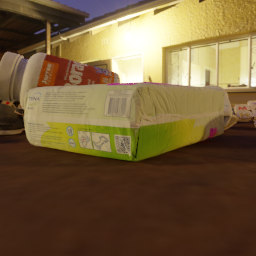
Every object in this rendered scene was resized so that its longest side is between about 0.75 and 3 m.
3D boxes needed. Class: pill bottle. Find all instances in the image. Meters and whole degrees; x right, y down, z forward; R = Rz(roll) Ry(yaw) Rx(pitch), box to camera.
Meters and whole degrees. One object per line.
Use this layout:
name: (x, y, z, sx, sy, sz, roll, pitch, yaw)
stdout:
pill bottle: (-1.608, -0.917, 6.671, 2.625, 1.473, 1.473, 12, 2, -13)

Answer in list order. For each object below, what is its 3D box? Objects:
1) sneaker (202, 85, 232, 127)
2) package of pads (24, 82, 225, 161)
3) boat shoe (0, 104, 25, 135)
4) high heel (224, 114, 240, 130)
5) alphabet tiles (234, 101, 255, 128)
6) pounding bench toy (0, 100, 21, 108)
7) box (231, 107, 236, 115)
sneaker: (1.078, -0.329, 6.341, 2.515, 0.885, 1.008, -11, 35, 10)
package of pads: (0.059, -0.233, 4.677, 2.215, 0.978, 2.867, 4, 6, 37)
boat shoe: (-2.702, -0.281, 6.806, 0.770, 0.656, 2.304, 3, 5, -9)
high heel: (2.060, -0.223, 7.172, 1.331, 0.475, 0.949, -10, 13, -7)
alphabet tiles: (4.032, -0.421, 7.649, 2.071, 0.151, 2.026, 2, 26, 17)
pounding bench toy: (-3.824, -0.716, 8.032, 0.773, 0.971, 1.244, 36, 8, 30)
box: (3.451, -0.463, 9.820, 0.557, 0.511, 1.590, 4, 7, 40)
